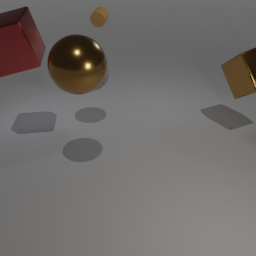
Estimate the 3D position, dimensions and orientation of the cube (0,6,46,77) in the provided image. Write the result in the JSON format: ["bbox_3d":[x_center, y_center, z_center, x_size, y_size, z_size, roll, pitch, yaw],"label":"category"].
[{"bbox_3d":[-3.472,-2.579,8.398,1.400,1.400,1.400,-14,40,4],"label":"cube"}]

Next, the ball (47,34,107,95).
[{"bbox_3d":[-1.197,-1.500,6.691,1.400,1.400,1.400,0,29,0],"label":"ball"}]

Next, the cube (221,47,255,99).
[{"bbox_3d":[4.494,-2.029,10.021,1.400,1.400,1.400,-22,0,-12],"label":"cube"}]

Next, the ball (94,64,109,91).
[{"bbox_3d":[-1.383,-2.045,10.205,1.400,1.400,1.400,0,29,0],"label":"ball"}]

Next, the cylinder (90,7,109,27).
[{"bbox_3d":[-1.290,-5.038,12.720,0.700,0.700,0.700,5,41,9],"label":"cylinder"}]
